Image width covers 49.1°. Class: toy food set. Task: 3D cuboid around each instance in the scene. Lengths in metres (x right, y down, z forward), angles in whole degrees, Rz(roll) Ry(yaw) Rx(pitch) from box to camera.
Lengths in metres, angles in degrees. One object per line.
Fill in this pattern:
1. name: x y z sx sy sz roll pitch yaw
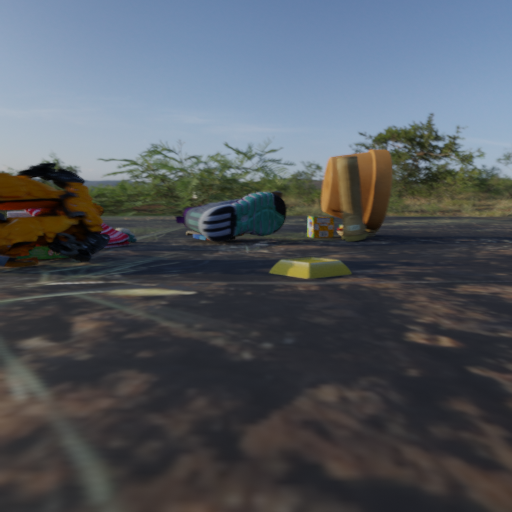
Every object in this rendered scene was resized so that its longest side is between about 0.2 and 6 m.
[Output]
1. toy food set: 3.160 -0.793 17.626 1.274 0.313 1.287 1 7 -1

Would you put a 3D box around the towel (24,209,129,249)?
1. towel: -4.248 -0.846 12.815 2.400 0.270 1.735 30 14 13

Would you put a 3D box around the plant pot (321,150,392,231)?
1. plant pot: 2.870 -1.994 16.478 1.665 2.378 2.378 6 5 -1

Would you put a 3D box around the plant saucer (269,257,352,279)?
1. plant saucer: 0.763 0.156 7.912 0.857 0.208 0.857 -4 6 -38

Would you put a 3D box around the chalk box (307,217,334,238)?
1. chalk box: 1.890 -0.865 16.751 0.643 0.639 1.030 0 5 -8

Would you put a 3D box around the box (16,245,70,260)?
1. box: -4.458 -0.231 10.633 1.229 0.507 2.095 -5 5 -44

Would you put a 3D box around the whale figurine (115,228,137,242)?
1. whale figurine: -3.370 -0.457 14.420 0.551 0.359 0.692 0 -19 22

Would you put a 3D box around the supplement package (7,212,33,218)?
1. supplement package: -5.360 -0.655 13.418 1.081 0.814 0.820 -2 6 -23

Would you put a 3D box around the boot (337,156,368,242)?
1. boot: 2.624 -1.564 15.351 0.732 2.213 1.938 -7 4 4

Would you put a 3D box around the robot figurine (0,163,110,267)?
1. robot figurine: -3.703 -0.645 9.151 0.777 1.936 2.670 -37 -17 34

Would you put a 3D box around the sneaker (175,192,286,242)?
1. sneaker: -0.571 -1.166 14.954 1.417 1.205 3.238 16 17 38

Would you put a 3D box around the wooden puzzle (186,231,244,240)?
1. wooden puzzle: -1.094 -0.572 15.213 1.318 0.228 1.954 10 13 37
